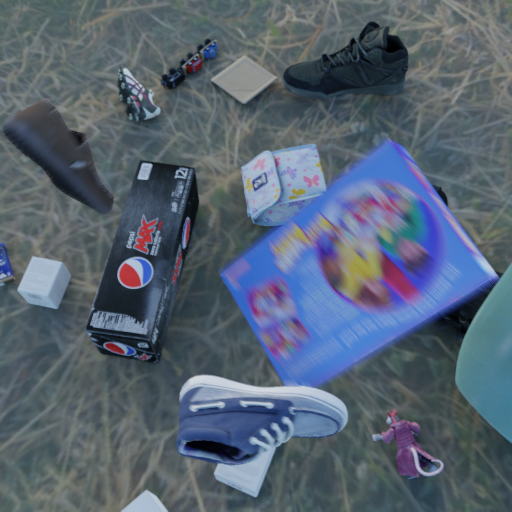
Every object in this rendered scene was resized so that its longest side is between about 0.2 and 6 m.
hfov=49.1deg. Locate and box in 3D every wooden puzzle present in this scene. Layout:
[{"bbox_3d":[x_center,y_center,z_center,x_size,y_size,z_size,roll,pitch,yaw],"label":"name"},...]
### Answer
[{"bbox_3d":[-0.297,-4.391,14.033,1.294,0.241,1.197,39,68,24],"label":"wooden puzzle"}]

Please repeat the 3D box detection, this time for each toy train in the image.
[{"bbox_3d":[-1.627,-4.884,14.221,0.460,0.343,2.010,36,68,14],"label":"toy train"}]

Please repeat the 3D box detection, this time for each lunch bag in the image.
[{"bbox_3d":[0.586,-1.482,11.948,1.699,1.080,1.441,-10,60,4],"label":"lunch bag"}]

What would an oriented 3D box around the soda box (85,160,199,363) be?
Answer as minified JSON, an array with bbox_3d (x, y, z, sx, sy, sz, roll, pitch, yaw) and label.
[{"bbox_3d":[-2.086,0.044,10.922,1.201,1.342,3.791,9,61,3],"label":"soda box"}]

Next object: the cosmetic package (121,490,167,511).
[{"bbox_3d":[-1.868,4.281,8.810,0.963,0.960,0.592,-36,67,-18],"label":"cosmetic package"}]

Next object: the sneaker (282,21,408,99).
[{"bbox_3d":[2.138,-4.685,13.335,3.059,1.752,1.169,-1,59,2],"label":"sneaker"}]

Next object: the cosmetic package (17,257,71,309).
[{"bbox_3d":[-4.164,0.533,11.061,0.643,0.639,0.768,11,63,6],"label":"cosmetic package"}]

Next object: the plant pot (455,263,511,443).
[{"bbox_3d":[4.857,1.782,8.962,3.244,3.244,2.603,41,103,20],"label":"plant pot"}]

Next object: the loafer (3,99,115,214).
[{"bbox_3d":[-2.804,-1.483,8.716,0.890,2.436,0.865,27,75,23],"label":"loafer"}]

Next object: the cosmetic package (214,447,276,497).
[{"bbox_3d":[-0.062,3.225,9.586,0.788,0.621,1.464,21,63,13],"label":"cosmetic package"}]

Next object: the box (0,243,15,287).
[{"bbox_3d":[-5.396,0.190,11.530,0.612,0.164,1.010,-22,62,-12],"label":"box"}]

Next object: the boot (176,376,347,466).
[{"bbox_3d":[0.105,2.272,7.269,2.293,0.834,1.036,8,32,-5],"label":"boot"}]

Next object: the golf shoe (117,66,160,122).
[{"bbox_3d":[-2.922,-3.928,13.634,0.729,0.639,1.656,-12,64,-28],"label":"golf shoe"}]

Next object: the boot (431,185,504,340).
[{"bbox_3d":[3.868,0.107,11.097,2.214,1.000,2.702,27,72,17],"label":"boot"}]

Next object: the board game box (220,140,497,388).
[{"bbox_3d":[1.316,0.280,8.117,3.305,0.740,2.222,-38,74,25],"label":"board game box"}]

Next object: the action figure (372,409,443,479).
[{"bbox_3d":[2.510,3.184,9.525,0.786,0.874,1.173,-23,77,-6],"label":"action figure"}]
